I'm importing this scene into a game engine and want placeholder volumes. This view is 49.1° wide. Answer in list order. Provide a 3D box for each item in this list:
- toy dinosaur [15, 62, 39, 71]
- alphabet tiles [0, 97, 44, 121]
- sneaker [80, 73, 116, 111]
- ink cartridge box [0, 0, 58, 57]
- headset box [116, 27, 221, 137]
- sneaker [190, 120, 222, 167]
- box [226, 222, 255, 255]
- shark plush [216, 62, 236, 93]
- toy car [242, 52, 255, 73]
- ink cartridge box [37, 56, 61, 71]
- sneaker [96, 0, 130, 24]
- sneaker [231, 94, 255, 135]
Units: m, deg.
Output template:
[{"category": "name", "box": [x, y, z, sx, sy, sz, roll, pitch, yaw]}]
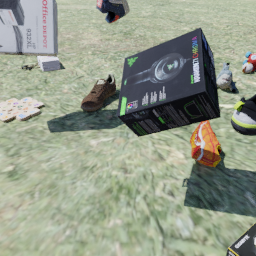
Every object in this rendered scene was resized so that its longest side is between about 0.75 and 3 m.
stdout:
[{"category": "toy dinosaur", "box": [-4.560, -2.748, 12.626, 1.102, 0.262, 0.486, -9, 28, -7]}, {"category": "alphabet tiles", "box": [-3.677, -0.632, 9.302, 1.556, 0.114, 1.522, 22, 37, 32]}, {"category": "sneaker", "box": [-1.052, -1.308, 9.770, 0.715, 0.767, 2.031, 12, 33, 19]}, {"category": "ink cartridge box", "box": [-2.798, -2.565, 6.978, 1.984, 1.440, 0.831, 0, 10, -9]}, {"category": "headset box", "box": [0.610, -0.702, 4.635, 1.552, 0.720, 1.351, -14, 52, 30]}, {"category": "sneaker", "box": [2.047, 0.390, 7.334, 0.718, 0.680, 1.862, 26, 35, -4]}, {"category": "box", "box": [2.410, 2.097, 4.736, 1.174, 0.290, 0.938, -22, 39, -31]}, {"category": "shark plush", "box": [3.936, -2.125, 10.980, 0.959, 0.879, 2.110, 16, 35, 24]}, {"category": "toy car", "box": [5.291, -2.735, 12.169, 0.907, 0.802, 0.836, -33, 54, -25]}, {"category": "ink cartridge box", "box": [-3.628, -3.019, 12.821, 0.798, 0.463, 1.102, -14, 34, -22]}, {"category": "sneaker", "box": [-0.633, -3.873, 8.035, 0.884, 2.092, 0.784, -39, 58, -3]}, {"category": "sneaker", "box": [4.364, -0.605, 8.219, 2.889, 1.196, 1.036, -12, 34, -19]}]
